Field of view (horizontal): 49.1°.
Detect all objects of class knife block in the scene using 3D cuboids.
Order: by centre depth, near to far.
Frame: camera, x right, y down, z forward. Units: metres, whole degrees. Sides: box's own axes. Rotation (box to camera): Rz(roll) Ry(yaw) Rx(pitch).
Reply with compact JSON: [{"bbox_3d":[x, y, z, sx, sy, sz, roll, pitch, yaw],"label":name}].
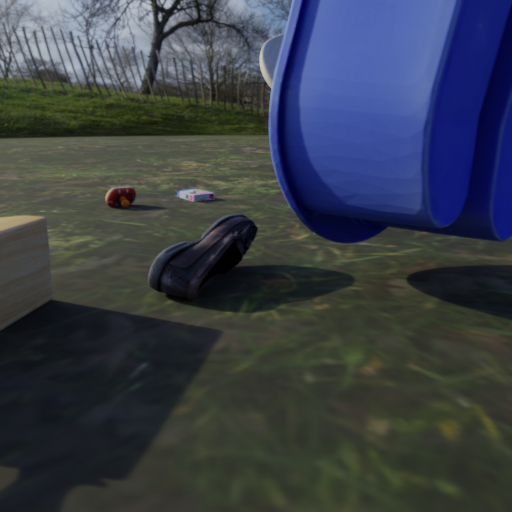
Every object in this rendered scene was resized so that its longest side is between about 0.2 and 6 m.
[{"bbox_3d":[-3.209,0.523,4.881,3.327,1.064,2.920,-9,18,-32],"label":"knife block"}]

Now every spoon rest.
[{"bbox_3d":[0.786,-3.796,10.504,0.762,1.250,2.516,-36,23,43],"label":"spoon rest"}]

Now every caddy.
[{"bbox_3d":[2.106,-2.611,7.161,3.756,5.312,2.789,6,11,-45],"label":"caddy"}]

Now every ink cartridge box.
[{"bbox_3d":[-1.610,-1.583,14.514,0.626,0.220,1.048,-10,16,-35],"label":"ink cartridge box"}]

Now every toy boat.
[{"bbox_3d":[-3.160,-1.323,13.232,0.748,0.488,0.489,-11,48,-35],"label":"toy boat"}]

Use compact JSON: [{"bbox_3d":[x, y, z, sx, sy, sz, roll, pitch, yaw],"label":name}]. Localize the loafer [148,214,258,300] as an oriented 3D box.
[{"bbox_3d":[-0.522,0.053,7.592,0.693,0.791,2.201,27,31,21],"label":"loafer"}]
